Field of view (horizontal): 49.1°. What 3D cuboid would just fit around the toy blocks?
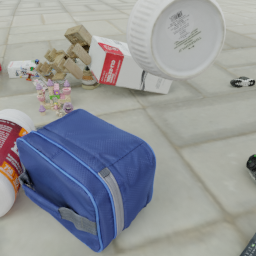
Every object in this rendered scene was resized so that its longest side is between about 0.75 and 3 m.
[{"bbox_3d":[-2.481,-1.133,9.402,1.196,1.077,1.280,-6,33,-10],"label":"toy blocks"}]

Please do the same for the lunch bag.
[{"bbox_3d":[-1.011,0.912,5.543,2.702,1.836,1.788,25,40,33],"label":"lunch bag"}]

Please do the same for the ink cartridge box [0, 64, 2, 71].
[{"bbox_3d":[-6.648,-2.235,10.947,2.164,1.230,2.970,-1,33,-1],"label":"ink cartridge box"}]

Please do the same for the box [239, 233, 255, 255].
[{"bbox_3d":[2.466,2.424,4.537,1.267,0.410,1.607,27,41,36],"label":"box"}]

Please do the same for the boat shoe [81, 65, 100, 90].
[{"bbox_3d":[-1.305,-2.415,11.637,0.859,0.787,2.300,5,33,8],"label":"boat shoe"}]

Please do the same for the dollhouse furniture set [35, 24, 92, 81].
[{"bbox_3d":[-2.071,-2.607,10.859,1.921,1.456,2.192,5,62,41],"label":"dollhouse furniture set"}]

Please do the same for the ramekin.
[{"bbox_3d":[1.025,-1.906,5.774,1.977,1.977,1.038,-7,28,-11],"label":"ramekin"}]

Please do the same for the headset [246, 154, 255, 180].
[{"bbox_3d":[3.123,0.940,6.550,0.625,0.475,1.012,48,37,6],"label":"headset"}]

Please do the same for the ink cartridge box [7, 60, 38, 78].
[{"bbox_3d":[-4.518,-2.556,12.116,1.158,0.507,0.841,-4,33,-9],"label":"ink cartridge box"}]

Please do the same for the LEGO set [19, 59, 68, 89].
[{"bbox_3d":[-3.560,-2.151,11.534,1.774,0.435,1.325,43,49,20],"label":"LEGO set"}]

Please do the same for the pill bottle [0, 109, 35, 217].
[{"bbox_3d":[-2.961,0.640,6.333,1.448,1.448,2.563,-1,33,-2],"label":"pill bottle"}]

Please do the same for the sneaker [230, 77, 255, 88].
[{"bbox_3d":[4.503,-1.852,11.205,1.070,0.356,0.484,-4,30,-13],"label":"sneaker"}]

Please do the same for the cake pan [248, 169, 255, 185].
[{"bbox_3d":[3.481,1.151,6.669,1.216,0.223,1.216,0,33,0],"label":"cake pan"}]

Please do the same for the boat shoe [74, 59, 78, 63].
[{"bbox_3d":[-2.793,-3.315,13.500,0.776,0.283,0.240,24,36,24],"label":"boat shoe"}]

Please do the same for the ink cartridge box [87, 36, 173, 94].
[{"bbox_3d":[0.103,-2.368,10.536,2.847,1.192,2.054,5,29,-24],"label":"ink cartridge box"}]
